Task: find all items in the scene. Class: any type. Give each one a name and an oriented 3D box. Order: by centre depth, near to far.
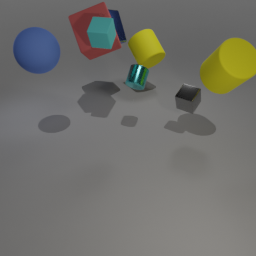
[{"bbox_3d":[-2.819,-2.394,8.696,1.400,1.400,1.400,0,31,0],"label":"ball"},{"bbox_3d":[-0.849,-3.112,9.174,0.700,0.700,0.700,9,63,12],"label":"cube"},{"bbox_3d":[3.311,-2.006,9.264,1.400,1.400,1.400,-9,-12,-14],"label":"cylinder"},{"bbox_3d":[0.329,-1.810,9.997,0.700,0.700,0.700,17,-8,3],"label":"cylinder"},{"bbox_3d":[2.226,-1.081,10.339,0.700,0.700,0.700,23,63,29],"label":"cube"},{"bbox_3d":[-1.183,-3.558,10.475,1.400,1.400,1.400,-20,1,6],"label":"cube"},{"bbox_3d":[-1.144,-4.209,12.215,1.400,1.400,1.400,-12,8,38],"label":"cube"},{"bbox_3d":[0.908,-3.837,13.717,1.400,1.400,1.400,-21,78,-30],"label":"cylinder"}]
